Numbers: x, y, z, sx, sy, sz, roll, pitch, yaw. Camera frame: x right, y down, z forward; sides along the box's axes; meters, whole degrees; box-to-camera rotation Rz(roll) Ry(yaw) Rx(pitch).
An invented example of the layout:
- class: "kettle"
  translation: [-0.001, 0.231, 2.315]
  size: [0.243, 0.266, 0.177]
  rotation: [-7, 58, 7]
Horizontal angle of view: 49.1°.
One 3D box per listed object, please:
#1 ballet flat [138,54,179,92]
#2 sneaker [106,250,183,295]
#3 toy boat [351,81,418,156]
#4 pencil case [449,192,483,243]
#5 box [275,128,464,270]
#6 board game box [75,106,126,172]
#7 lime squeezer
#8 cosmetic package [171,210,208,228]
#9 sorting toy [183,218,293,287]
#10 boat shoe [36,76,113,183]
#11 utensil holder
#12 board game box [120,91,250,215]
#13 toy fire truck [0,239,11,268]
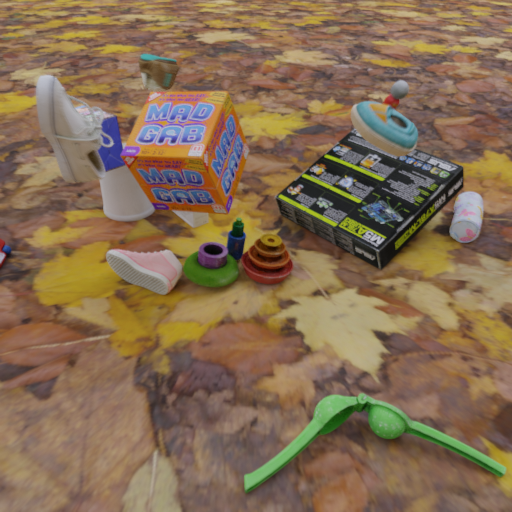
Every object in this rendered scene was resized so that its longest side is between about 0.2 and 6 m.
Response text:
- class: "ballet flat"
  translation: [-2.152, -3.946, 12.192]
  size: [0.716, 0.763, 2.110]
  rotation: [2, 20, -25]
- class: "sneaker"
  translation: [-2.138, 0.168, 11.021]
  size: [1.545, 0.581, 0.807]
  rotation: [23, 44, 19]
- class: "toy boat"
  translation: [2.530, -2.695, 10.667]
  size: [1.388, 0.768, 1.652]
  rotation: [28, 46, -4]
- class: "pencil case"
  translation: [4.703, -0.882, 12.530]
  size: [0.657, 0.602, 1.448]
  rotation: [-9, 28, 29]
- class: "box"
  translation: [2.482, -1.429, 12.486]
  size: [2.933, 0.722, 3.037]
  rotation: [-44, 50, -17]
- class: "board game box"
  translation: [-3.172, -2.247, 10.771]
  size: [0.606, 0.998, 1.252]
  rotation: [-28, 38, -36]
- class: "lime squeezer"
  translation: [1.558, 2.455, 7.681]
  size: [3.485, 0.657, 1.231]
  rotation: [-1, 34, -3]
- class: "cosmetic package"
  translation: [-1.781, -1.409, 13.166]
  size: [0.461, 0.752, 1.822]
  rotation: [-24, 42, -29]
- class: "sorting toy"
  translation: [-0.327, -0.106, 10.953]
  size: [2.164, 0.888, 1.300]
  rotation: [0, 35, -13]
- class: "boat shoe"
  translation: [-2.836, -1.972, 9.142]
  size: [0.976, 2.289, 0.845]
  rotation: [0, 57, -3]
- class: "utensil holder"
  translation: [-3.023, -1.716, 13.000]
  size: [1.233, 1.451, 1.233]
  rotation: [0, 35, 0]
- class: "board game box"
  translation: [-1.162, -1.786, 9.761]
  size: [1.491, 1.492, 1.493]
  rotation: [5, 60, 20]
- class: "toy fire truck"
  translation: [-5.620, -0.077, 11.438]
  size: [1.024, 0.683, 1.219]
  rotation: [20, 33, -14]
